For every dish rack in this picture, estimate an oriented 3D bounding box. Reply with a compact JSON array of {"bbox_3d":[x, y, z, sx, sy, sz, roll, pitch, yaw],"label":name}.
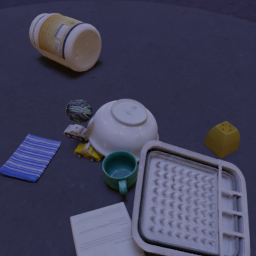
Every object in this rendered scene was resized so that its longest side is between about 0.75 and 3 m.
[{"bbox_3d":[1.337,1.667,6.156,2.743,0.597,2.354,18,60,-15],"label":"dish rack"}]

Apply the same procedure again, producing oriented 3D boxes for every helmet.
[{"bbox_3d":[-1.470,-0.510,8.494,0.766,0.730,0.766,0,84,2],"label":"helmet"}]

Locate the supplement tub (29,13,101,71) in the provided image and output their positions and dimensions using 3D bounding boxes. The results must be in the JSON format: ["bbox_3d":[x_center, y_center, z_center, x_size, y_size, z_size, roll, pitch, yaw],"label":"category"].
[{"bbox_3d":[-2.916,-4.025,12.917,2.928,2.114,2.114,29,50,27],"label":"supplement tub"}]

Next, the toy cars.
[{"bbox_3d":[-1.513,0.393,9.350,0.874,0.432,1.949,-19,46,-21],"label":"toy cars"}]

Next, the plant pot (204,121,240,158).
[{"bbox_3d":[3.123,0.298,9.140,0.837,0.862,0.843,-22,48,-22],"label":"plant pot"}]

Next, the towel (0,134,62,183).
[{"bbox_3d":[-3.086,0.909,8.957,1.287,0.212,1.778,12,44,11],"label":"towel"}]

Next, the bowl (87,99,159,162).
[{"bbox_3d":[-0.051,-0.157,9.135,2.470,1.110,2.470,8,45,-8],"label":"bowl"}]

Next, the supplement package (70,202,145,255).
[{"bbox_3d":[-0.337,2.958,5.897,1.292,1.297,2.211,-11,43,-15],"label":"supplement package"}]

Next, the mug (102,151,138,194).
[{"bbox_3d":[-0.254,1.340,8.066,1.001,0.753,1.218,16,48,20],"label":"mug"}]
